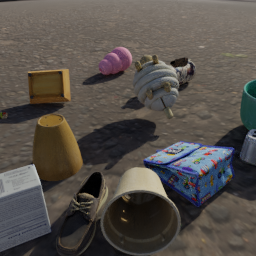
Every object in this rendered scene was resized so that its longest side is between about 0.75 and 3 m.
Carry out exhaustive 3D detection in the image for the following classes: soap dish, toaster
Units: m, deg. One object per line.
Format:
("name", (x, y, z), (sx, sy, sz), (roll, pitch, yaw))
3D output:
("soap dish", (-3.586, -1.887, 12.595), (1.875, 1.475, 0.761), (-4, 0, -1))
("toaster", (4.279, 0.674, 9.011), (1.490, 0.963, 0.847), (19, 36, 28))

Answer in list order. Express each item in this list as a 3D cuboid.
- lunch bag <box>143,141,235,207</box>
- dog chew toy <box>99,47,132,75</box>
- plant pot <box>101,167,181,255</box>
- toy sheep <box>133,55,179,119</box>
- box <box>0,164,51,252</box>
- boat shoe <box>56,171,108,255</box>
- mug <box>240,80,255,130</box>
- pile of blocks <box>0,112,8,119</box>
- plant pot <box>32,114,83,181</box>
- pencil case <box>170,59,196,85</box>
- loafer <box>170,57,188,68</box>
("lunch bag", (1.737, 1.101, 8.518), (1.731, 1.081, 2.299), (-25, 27, -33))
("dog chew toy", (-0.790, -3.732, 15.945), (1.348, 1.348, 2.165), (26, 48, 35))
("plant pot", (0.300, 1.805, 6.739), (1.727, 1.727, 1.581), (1, 20, 2))
("toy sheep", (1.124, -1.659, 11.170), (2.002, 2.002, 2.904), (-9, 69, -15))
("box", (-2.683, 1.866, 6.439), (1.484, 1.614, 0.847), (-15, 35, -23))
("boat shoe", (-1.152, 1.980, 6.952), (0.899, 0.885, 2.415), (5, 32, 9))
("mug", (5.547, -0.747, 10.508), (2.723, 1.684, 2.238), (-25, 37, -29))
("pile of blocks", (-5.444, -0.577, 11.724), (0.817, 0.254, 0.335), (5, 32, 10))
("plant pot", (-2.253, 0.482, 8.649), (1.573, 1.688, 1.573), (1, 32, -1))
("pencil case", (2.248, -2.695, 14.196), (2.854, 1.276, 1.110), (-25, 36, -36))
("loafer", (2.148, -2.760, 11.856), (0.353, 0.364, 0.995), (10, -9, -31))
